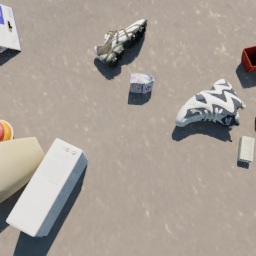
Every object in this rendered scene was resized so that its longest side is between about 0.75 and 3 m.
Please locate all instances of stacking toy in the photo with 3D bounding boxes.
[{"bbox_3d":[-4.894,0.053,9.696,1.284,1.757,1.284,0,70,0],"label":"stacking toy"}]

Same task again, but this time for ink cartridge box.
[{"bbox_3d":[-5.766,-4.247,11.351,0.569,2.423,2.394,-32,67,34],"label":"ink cartridge box"}]

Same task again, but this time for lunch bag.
[{"bbox_3d":[0.534,-1.707,10.836,0.904,0.766,0.574,4,68,0],"label":"lunch bag"}]

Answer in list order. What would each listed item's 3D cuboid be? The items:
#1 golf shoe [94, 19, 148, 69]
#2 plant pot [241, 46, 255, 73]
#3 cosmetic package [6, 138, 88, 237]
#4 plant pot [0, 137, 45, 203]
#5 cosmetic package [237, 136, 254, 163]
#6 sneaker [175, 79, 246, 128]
[{"bbox_3d":[-0.278,-3.704,11.417,1.242,1.022,2.630,39,74,12],"label":"golf shoe"},{"bbox_3d":[5.015,-2.685,11.182,0.869,0.765,0.868,-14,71,-5],"label":"plant pot"},{"bbox_3d":[-2.503,1.958,9.186,1.032,1.469,2.896,25,72,9],"label":"cosmetic package"},{"bbox_3d":[-3.865,1.197,9.327,2.123,1.988,1.988,-28,73,-18],"label":"plant pot"},{"bbox_3d":[4.297,0.779,10.204,0.456,0.322,0.881,14,72,5],"label":"cosmetic package"},{"bbox_3d":[3.159,-0.500,10.246,2.642,1.054,1.719,-32,65,-21],"label":"sneaker"}]
